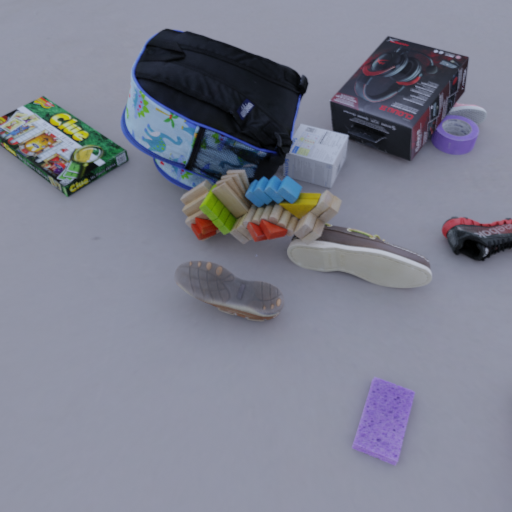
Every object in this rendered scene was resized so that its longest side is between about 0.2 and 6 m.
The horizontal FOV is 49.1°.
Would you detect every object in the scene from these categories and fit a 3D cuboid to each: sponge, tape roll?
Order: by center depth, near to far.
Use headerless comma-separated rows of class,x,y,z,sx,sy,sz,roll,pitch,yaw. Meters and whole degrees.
sponge,2.132,2.715,9.319,0.739,0.198,1.325,17,50,15
tape roll,5.072,-3.093,14.311,1.089,0.463,1.089,0,47,0

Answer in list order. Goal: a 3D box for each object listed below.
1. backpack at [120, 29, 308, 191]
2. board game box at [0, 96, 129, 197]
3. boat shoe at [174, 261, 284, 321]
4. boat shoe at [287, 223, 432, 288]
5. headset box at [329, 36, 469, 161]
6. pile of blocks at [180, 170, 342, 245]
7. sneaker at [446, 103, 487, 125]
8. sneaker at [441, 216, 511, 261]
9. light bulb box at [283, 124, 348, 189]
backpack,-1.087,-3.045,12.498,3.610,2.653,3.304,22,47,-8
board game box,-5.095,-2.865,14.165,3.571,0.419,1.871,33,54,26
boat shoe,-0.547,0.753,10.643,2.153,0.773,0.815,21,61,8
boat shoe,2.109,-0.078,11.281,2.869,1.031,0.854,11,52,17
headset box,3.522,-3.930,14.157,2.333,1.177,3.138,29,67,29
pile of blocks,-0.102,-0.861,11.130,3.422,1.405,1.063,-1,41,24
sneaker,5.163,-3.926,14.904,1.763,0.663,0.921,-1,53,4
sneaker,4.910,-0.305,11.679,1.941,0.686,0.948,3,48,5
light bulb box,1.427,-2.413,13.487,1.244,0.776,1.233,18,51,16
